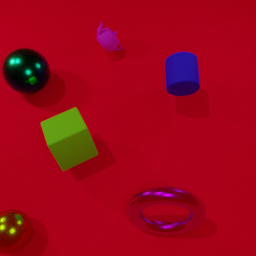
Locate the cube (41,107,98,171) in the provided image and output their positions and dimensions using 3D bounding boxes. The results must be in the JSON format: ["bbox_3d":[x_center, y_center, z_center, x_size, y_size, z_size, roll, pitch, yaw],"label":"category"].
[{"bbox_3d":[-1.505,0.278,7.235,1.008,1.008,1.008,-25,42,-10],"label":"cube"}]

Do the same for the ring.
[{"bbox_3d":[0.859,1.916,6.353,1.787,1.787,0.357,5,44,2],"label":"ring"}]

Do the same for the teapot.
[{"bbox_3d":[-0.631,-2.929,9.076,0.618,1.262,0.785,-36,50,16],"label":"teapot"}]

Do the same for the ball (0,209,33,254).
[{"bbox_3d":[-2.732,2.402,6.519,0.983,0.983,0.983,0,64,0],"label":"ball"}]

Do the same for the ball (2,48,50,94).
[{"bbox_3d":[-3.008,-1.682,8.322,1.354,1.354,1.354,0,64,0],"label":"ball"}]

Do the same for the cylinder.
[{"bbox_3d":[1.511,-1.489,7.826,0.919,0.919,0.919,0,71,0],"label":"cylinder"}]
